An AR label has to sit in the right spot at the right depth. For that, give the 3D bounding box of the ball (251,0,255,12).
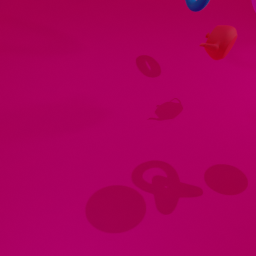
[{"bbox_3d":[1.951,-1.608,3.070,1.113,1.113,1.113,0,43,0],"label":"ball"}]

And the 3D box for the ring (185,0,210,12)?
[{"bbox_3d":[2.101,-4.252,8.217,0.314,1.572,1.572,-1,42,-15],"label":"ring"}]

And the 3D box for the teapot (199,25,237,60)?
[{"bbox_3d":[2.172,-2.093,6.781,0.667,0.847,1.362,35,46,17],"label":"teapot"}]
